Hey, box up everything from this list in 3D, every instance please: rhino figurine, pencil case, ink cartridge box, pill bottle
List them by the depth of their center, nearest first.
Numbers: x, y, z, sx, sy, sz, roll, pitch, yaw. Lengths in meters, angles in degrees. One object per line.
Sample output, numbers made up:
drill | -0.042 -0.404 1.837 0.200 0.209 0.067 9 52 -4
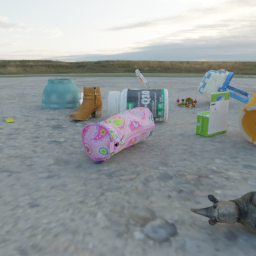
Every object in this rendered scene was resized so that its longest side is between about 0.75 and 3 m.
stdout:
rhino figurine | 2.196 1.374 4.544 2.343 0.700 1.024 -1 -5 1
pencil case | -0.188 0.128 8.554 1.204 1.204 2.753 8 17 29
ink cartridge box | 3.168 -0.569 10.449 1.174 1.588 0.602 -11 18 -36
pill bottle | 0.461 -1.030 12.557 2.587 1.463 1.463 0 14 4

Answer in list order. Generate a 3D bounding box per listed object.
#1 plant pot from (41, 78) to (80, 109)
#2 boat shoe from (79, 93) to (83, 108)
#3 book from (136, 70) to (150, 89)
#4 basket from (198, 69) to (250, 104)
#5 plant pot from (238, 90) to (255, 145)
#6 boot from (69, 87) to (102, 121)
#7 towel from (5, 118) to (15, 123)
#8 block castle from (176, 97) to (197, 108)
plant pot | -3.918 -2.094 16.469 2.387 1.599 2.387 1 14 0
boat shoe | -2.163 -1.307 15.027 0.840 0.859 2.425 -1 23 -7
book | 0.694 -2.294 13.201 0.213 0.886 0.592 -36 -26 4
basket | 5.888 -2.354 16.886 2.940 2.045 2.593 30 23 11
plant pot | 4.895 -0.465 9.319 2.108 2.303 2.303 -27 26 -28
boot | -1.980 -1.157 12.950 0.713 1.497 1.935 11 18 36
towel | -5.360 -0.336 12.672 0.339 0.071 0.787 -13 20 -27
block castle | 3.433 -1.511 16.379 0.718 0.504 1.074 -13 19 -42
